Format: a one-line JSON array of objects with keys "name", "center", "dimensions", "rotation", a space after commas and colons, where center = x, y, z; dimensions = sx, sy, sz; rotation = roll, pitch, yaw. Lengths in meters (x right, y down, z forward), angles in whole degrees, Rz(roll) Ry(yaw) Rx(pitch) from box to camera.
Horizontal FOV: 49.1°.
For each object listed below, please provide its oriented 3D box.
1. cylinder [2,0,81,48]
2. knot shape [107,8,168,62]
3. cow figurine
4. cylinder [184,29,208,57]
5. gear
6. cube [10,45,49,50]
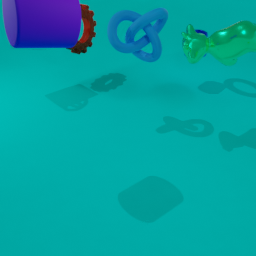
[{"name": "cylinder", "center": [-1.481, -1.907, 4.783], "dimensions": [1.043, 1.043, 1.043], "rotation": [-11, 37, -32]}, {"name": "knot shape", "center": [0.428, -2.634, 7.619], "dimensions": [1.710, 1.600, 0.790], "rotation": [29, 37, -35]}, {"name": "cow figurine", "center": [2.287, -2.141, 6.966], "dimensions": [1.719, 0.959, 1.747], "rotation": [8, -17, -38]}, {"name": "cylinder", "center": [2.512, -3.092, 10.358], "dimensions": [0.814, 0.814, 0.814], "rotation": [5, -3, 0]}, {"name": "gear", "center": [-1.810, -3.702, 10.541], "dimensions": [0.326, 1.762, 1.762], "rotation": [18, 40, 22]}, {"name": "cube", "center": [-3.320, -3.307, 9.546], "dimensions": [1.137, 1.137, 1.137], "rotation": [-7, 13, -35]}]
